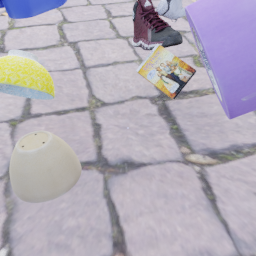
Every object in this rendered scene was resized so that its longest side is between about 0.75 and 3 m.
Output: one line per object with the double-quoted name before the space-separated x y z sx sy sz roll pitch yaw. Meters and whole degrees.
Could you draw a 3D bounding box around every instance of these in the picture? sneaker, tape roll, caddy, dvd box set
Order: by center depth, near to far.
"tape roll" 2.012 -1.434 5.461 1.012 2.383 2.383 -21 38 17
"dvd box set" 0.884 -1.334 6.588 1.165 0.171 0.852 41 94 18
"caddy" -2.820 -4.136 7.816 1.730 1.285 2.447 37 56 24
"sneaker" 0.708 -3.344 8.778 1.043 1.592 2.757 -17 23 -18
"sneaker" 1.643 -4.195 9.095 0.867 1.508 0.567 21 31 -28

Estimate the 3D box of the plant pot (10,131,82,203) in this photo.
"plant pot" -1.394 0.500 4.513 1.152 0.774 1.152 -6 34 4

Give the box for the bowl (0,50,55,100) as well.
"bowl" -2.419 -1.235 6.342 1.623 1.623 0.873 7 85 8
